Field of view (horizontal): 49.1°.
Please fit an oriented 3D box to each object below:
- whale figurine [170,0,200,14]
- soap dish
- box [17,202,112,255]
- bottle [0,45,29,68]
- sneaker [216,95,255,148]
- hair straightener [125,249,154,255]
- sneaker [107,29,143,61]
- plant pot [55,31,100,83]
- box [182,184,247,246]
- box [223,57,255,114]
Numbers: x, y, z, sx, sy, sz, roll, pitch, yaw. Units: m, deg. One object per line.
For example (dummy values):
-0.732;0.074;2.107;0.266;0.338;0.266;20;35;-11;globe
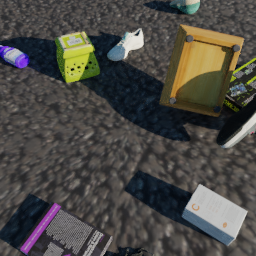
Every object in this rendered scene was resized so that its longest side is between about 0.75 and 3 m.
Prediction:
2.522;-5.425;12.426;1.360;0.706;1.082;17;41;43;whale figurine
2.107;-1.576;8.084;1.880;2.390;0.971;12;18;-1;soap dish
-1.361;2.553;6.183;1.695;0.306;1.212;23;56;19;box
-4.263;-2.654;10.247;1.362;0.445;0.569;29;57;21;bottle
3.644;-0.085;7.295;1.490;2.468;1.032;40;16;-10;sneaker
0.060;2.794;6.043;1.020;0.209;0.392;-10;52;-8;hair straightener
-0.113;-3.172;10.457;0.651;0.765;1.729;37;60;24;sneaker
-1.784;-2.520;9.683;1.289;1.170;1.283;-18;53;-15;plant pot
1.964;1.985;6.450;1.189;0.580;0.740;29;57;21;box
4.242;-1.098;8.951;2.359;0.561;2.278;-33;56;-23;box
